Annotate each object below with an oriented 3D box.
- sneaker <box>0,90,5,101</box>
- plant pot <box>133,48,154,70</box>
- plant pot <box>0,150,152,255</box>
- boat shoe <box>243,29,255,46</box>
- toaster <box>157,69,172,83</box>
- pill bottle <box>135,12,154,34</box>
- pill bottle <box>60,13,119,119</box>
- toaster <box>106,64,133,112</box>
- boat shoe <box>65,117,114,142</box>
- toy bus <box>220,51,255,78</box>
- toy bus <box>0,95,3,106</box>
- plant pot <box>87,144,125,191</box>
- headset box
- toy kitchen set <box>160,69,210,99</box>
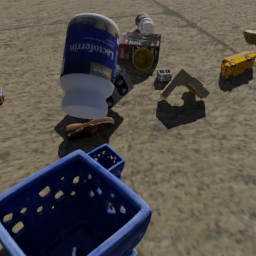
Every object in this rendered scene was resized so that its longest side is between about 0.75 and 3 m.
[{"bbox_3d":[-5.805,-1.414,12.702,0.330,0.296,0.801,-18,38,-12],"label":"sneaker"},{"bbox_3d":[0.718,-3.678,14.953,1.127,1.127,0.800,-8,15,-10],"label":"plant pot"},{"bbox_3d":[-1.255,2.472,6.364,2.591,2.329,2.591,-31,49,-33],"label":"plant pot"},{"bbox_3d":[3.943,-2.680,8.259,0.502,0.557,1.550,-27,24,10],"label":"boat shoe"},{"bbox_3d":[1.820,-2.634,14.038,0.682,0.448,0.755,-5,40,-4],"label":"toaster"},{"bbox_3d":[1.145,-6.953,18.787,1.066,1.066,1.841,-6,40,-7],"label":"pill bottle"},{"bbox_3d":[-1.190,-1.821,8.603,1.663,1.663,2.874,3,78,4],"label":"pill bottle"},{"bbox_3d":[-1.146,-1.898,12.113,1.911,1.254,2.113,-43,53,-12],"label":"toaster"},{"bbox_3d":[-1.411,0.114,10.553,1.913,0.673,0.673,-15,36,-6],"label":"boat shoe"},{"bbox_3d":[5.688,-3.333,14.634,2.320,0.755,0.908,-23,45,-25],"label":"toy bus"},{"bbox_3d":[-6.695,-1.516,12.170,2.770,1.084,0.902,24,45,27],"label":"toy bus"},{"bbox_3d":[-0.771,1.295,8.886,1.041,0.936,1.041,-28,46,-30],"label":"plant pot"},{"bbox_3d":[0.573,-4.699,16.121,2.550,0.985,1.898,7,40,6],"label":"headset box"},{"bbox_3d":[2.522,-1.584,12.784,1.634,1.474,1.333,40,4,-2],"label":"toy kitchen set"}]
